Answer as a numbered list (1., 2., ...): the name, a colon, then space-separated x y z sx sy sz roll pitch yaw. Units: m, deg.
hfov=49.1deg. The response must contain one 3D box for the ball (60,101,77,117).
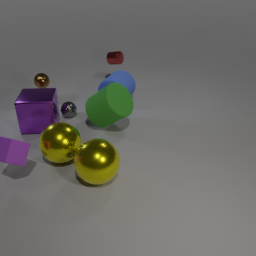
1. ball: -2.600 -0.816 12.274 0.700 0.700 0.700 0 31 0

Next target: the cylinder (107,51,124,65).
1. cylinder: -0.707 -3.857 15.435 0.700 0.700 0.700 6 30 33

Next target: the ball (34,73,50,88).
1. ball: -3.913 -2.143 12.713 0.700 0.700 0.700 0 31 0

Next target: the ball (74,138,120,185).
1. ball: -0.938 1.019 8.553 1.400 1.400 1.400 0 31 0

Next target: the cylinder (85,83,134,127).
1. cylinder: -0.739 -0.888 11.116 1.400 1.400 1.400 -24 11 42

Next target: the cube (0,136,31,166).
1. cube: -3.474 0.687 8.326 0.700 0.700 0.700 8 -10 30

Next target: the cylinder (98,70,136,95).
1. cylinder: -0.516 -1.868 13.322 1.400 1.400 1.400 11 33 18

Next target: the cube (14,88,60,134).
1. cube: -3.629 -0.717 11.396 1.400 1.400 1.400 -2 31 -5

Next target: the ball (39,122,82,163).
1. ball: -2.269 0.489 9.427 1.400 1.400 1.400 0 31 0
